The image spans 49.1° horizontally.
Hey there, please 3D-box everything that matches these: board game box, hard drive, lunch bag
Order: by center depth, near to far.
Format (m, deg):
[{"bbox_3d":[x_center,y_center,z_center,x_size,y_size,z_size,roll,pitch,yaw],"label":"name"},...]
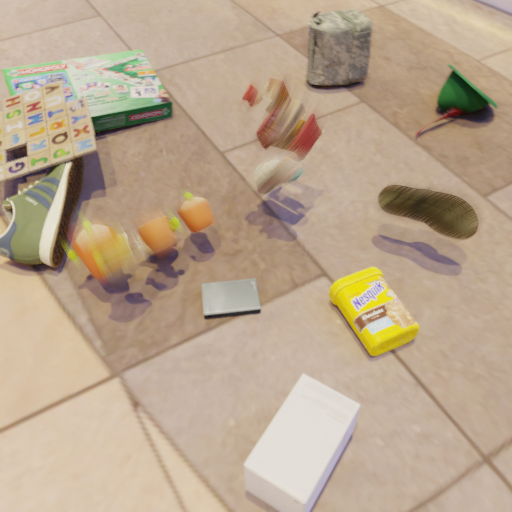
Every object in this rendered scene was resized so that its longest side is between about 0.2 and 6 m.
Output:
[{"bbox_3d":[-0.485,0.807,10.685,1.075,0.177,0.750,-5,49,-5],"label":"hard drive"},{"bbox_3d":[-4.336,-4.194,14.454,3.714,0.541,2.499,-16,55,-20],"label":"board game box"},{"bbox_3d":[2.122,-5.612,15.144,1.577,1.880,1.310,-19,50,-17],"label":"lunch bag"}]

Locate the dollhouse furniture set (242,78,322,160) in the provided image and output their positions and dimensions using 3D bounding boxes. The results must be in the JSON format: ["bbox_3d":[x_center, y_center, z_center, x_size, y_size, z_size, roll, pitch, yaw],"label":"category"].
[{"bbox_3d":[0.436,-2.759,10.692,1.017,1.890,0.769,24,73,32],"label":"dollhouse furniture set"}]

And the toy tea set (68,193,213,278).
[{"bbox_3d":[-2.179,-0.559,10.619,2.796,1.662,1.035,-27,90,-41],"label":"toy tea set"}]

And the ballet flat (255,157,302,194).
[{"bbox_3d":[0.313,-1.669,11.259,0.543,1.613,0.549,28,69,-23],"label":"ballet flat"}]

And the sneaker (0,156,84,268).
[{"bbox_3d":[-4.598,-1.141,11.769,1.410,1.053,3.140,3,52,-4],"label":"sneaker"}]

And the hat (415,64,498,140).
[{"bbox_3d":[4.995,-3.827,14.711,2.022,1.780,1.675,19,33,-38],"label":"hat"}]

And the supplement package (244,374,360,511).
[{"bbox_3d":[0.681,2.848,8.346,1.015,1.027,1.694,26,54,21],"label":"supplement package"}]

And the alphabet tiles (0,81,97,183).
[{"bbox_3d":[-4.962,-2.914,12.649,2.475,0.112,2.961,-20,53,-3],"label":"alphabet tiles"}]

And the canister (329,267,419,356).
[{"bbox_3d":[2.149,1.008,10.227,1.074,0.626,1.446,-19,53,-16],"label":"canister"}]

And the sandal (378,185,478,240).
[{"bbox_3d":[3.328,-0.883,10.854,1.917,0.783,0.523,17,10,21],"label":"sandal"}]
